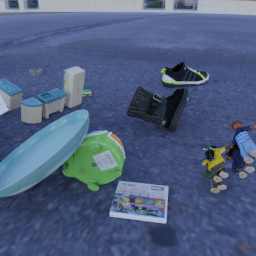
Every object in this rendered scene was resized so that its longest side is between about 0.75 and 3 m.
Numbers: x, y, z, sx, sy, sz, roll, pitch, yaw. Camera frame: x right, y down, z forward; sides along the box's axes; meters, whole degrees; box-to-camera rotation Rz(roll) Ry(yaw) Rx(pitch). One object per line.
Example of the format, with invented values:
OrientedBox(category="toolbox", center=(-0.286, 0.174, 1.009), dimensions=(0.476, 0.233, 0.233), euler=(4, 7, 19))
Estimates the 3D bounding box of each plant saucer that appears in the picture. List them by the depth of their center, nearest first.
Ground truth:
OrientedBox(category="plant saucer", center=(-2.096, 0.599, 6.724), dimensions=(2.990, 0.410, 2.990), euler=(-29, 21, 12))

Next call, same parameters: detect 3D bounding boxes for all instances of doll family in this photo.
OrientedBox(category="doll family", center=(2.321, 0.618, 6.495), dimensions=(0.726, 1.850, 1.069), euler=(34, 34, -25))

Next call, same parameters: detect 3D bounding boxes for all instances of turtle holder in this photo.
OrientedBox(category="turtle holder", center=(-0.811, 0.781, 6.964), dimensions=(1.278, 1.683, 1.195), euler=(33, 29, -8))

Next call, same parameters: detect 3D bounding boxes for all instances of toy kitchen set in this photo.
OrientedBox(category="toy kitchen set", center=(-3.271, -1.587, 10.455), dimensions=(2.056, 1.512, 2.567), euler=(31, 38, 21))

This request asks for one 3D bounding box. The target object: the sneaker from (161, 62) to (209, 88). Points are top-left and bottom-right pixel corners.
OrientedBox(category="sneaker", center=(2.801, -2.610, 13.356), dimensions=(2.612, 1.082, 0.937), euler=(-12, 30, -21))

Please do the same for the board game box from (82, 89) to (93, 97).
OrientedBox(category="board game box", center=(-2.169, -1.485, 12.259), dimensions=(1.144, 0.134, 0.599), euler=(-10, 27, -18))

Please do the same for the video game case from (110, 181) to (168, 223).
OrientedBox(category="video game case", center=(0.285, 1.635, 6.306), dimensions=(1.203, 0.138, 1.096), euler=(5, 28, 8))

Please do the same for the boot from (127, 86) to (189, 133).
OrientedBox(category="boot", center=(1.077, -0.931, 9.661), dimensions=(1.772, 0.892, 2.370), euler=(21, 37, 8))

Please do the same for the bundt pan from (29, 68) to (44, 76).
OrientedBox(category="bundt pan", center=(-4.918, -3.015, 14.997), dimensions=(0.770, 0.289, 0.770), euler=(0, 29, 0))

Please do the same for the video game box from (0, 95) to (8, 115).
OrientedBox(category="video game box", center=(-5.248, 0.047, 7.725), dimensions=(2.866, 0.671, 2.611), euler=(-12, 22, 30))

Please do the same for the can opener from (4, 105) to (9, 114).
OrientedBox(category="can opener", center=(-5.226, -1.088, 11.066), dimensions=(1.995, 0.525, 0.663), euler=(25, 36, 38))
